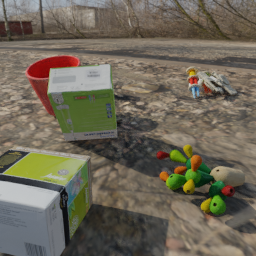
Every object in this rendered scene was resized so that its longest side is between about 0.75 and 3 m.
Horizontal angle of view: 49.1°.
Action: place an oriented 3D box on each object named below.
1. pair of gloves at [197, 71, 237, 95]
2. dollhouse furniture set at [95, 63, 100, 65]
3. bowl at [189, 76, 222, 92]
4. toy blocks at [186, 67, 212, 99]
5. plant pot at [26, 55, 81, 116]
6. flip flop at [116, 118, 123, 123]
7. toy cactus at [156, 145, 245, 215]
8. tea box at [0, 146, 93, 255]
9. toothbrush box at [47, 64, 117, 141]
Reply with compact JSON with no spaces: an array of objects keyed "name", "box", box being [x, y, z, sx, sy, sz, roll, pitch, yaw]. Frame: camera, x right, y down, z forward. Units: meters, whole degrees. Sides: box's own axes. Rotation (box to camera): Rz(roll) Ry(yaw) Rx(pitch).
[{"name":"pair of gloves","box":[4.939,-2.497,15.300,2.094,0.367,1.781,-4,51,-37]},{"name":"dollhouse furniture set","box":[-2.310,-2.947,15.942,1.716,1.706,2.435,3,23,8]},{"name":"bowl","box":[4.625,-2.676,16.724,1.713,0.640,1.716,-1,22,-3]},{"name":"toy blocks","box":[3.987,-2.331,15.330,1.563,0.681,1.876,13,56,-18]},{"name":"plant pot","box":[-2.918,-1.733,11.910,2.249,1.990,2.249,-5,36,4]},{"name":"flip flop","box":[-0.855,-0.532,11.773,0.640,0.455,1.579,-16,28,-34]},{"name":"toy cactus","box":[1.967,1.145,7.081,2.116,1.311,2.565,3,12,-19]},{"name":"tea box","box":[-2.016,1.442,5.858,2.007,1.341,1.974,6,23,15]},{"name":"toothbrush box","box":[-1.365,-0.728,9.195,1.877,2.577,1.109,-5,54,-1]}]
